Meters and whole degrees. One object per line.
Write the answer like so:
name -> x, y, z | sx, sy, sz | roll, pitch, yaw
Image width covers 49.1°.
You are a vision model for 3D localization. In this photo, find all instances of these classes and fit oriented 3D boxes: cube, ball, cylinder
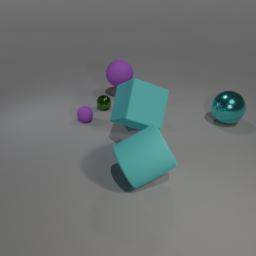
cube -> 0.378, -0.761, 9.839 | 1.400, 1.400, 1.400 | 16, -9, -25
ball -> -1.852, -0.604, 12.068 | 0.700, 0.700, 0.700 | 0, 29, 0
ball -> -1.136, -1.208, 13.196 | 0.700, 0.700, 0.700 | 0, 29, 0
ball -> -0.421, -2.765, 14.236 | 1.400, 1.400, 1.400 | 0, 29, 0
ball -> 4.199, -0.865, 11.748 | 1.400, 1.400, 1.400 | 0, 29, 0
cylinder -> 0.485, 0.816, 8.130 | 1.400, 1.400, 1.400 | -29, 31, 2
